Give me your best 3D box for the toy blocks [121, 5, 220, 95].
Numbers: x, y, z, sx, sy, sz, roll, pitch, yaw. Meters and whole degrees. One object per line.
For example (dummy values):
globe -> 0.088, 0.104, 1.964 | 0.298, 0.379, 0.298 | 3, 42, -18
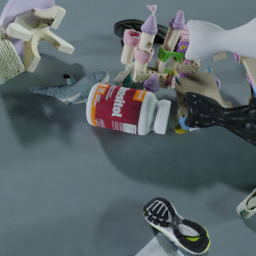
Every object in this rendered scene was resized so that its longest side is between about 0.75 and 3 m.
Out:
toy blocks -> 1.441, -2.369, 8.500 | 2.566, 2.311, 2.746 | -3, 46, -22

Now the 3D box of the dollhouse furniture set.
dollhouse furniture set -> 2.591, -0.991, 8.332 | 2.695, 1.758, 2.544 | -16, 52, 15

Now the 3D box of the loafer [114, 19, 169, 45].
loafer -> 0.539, -3.772, 11.163 | 2.332, 0.838, 0.734 | 6, 54, 3

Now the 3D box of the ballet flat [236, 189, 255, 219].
ballet flat -> 2.987, 1.632, 6.414 | 1.221, 0.438, 0.438 | -31, 55, -26

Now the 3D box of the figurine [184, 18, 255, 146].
figurine -> 1.627, -0.773, 4.287 | 0.858, 1.993, 1.945 | -13, 18, -36

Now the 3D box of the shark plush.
shark plush -> -1.770, -1.351, 8.760 | 2.371, 0.988, 1.077 | 4, 47, 4

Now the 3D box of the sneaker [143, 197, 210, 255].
sneaker -> 0.965, 2.106, 5.840 | 0.650, 0.712, 1.759 | -37, 38, -18

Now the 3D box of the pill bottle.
pill bottle -> 0.047, -0.488, 7.804 | 2.163, 1.222, 1.222 | 11, 48, 9

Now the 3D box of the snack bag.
snack bag -> 0.594, 3.305, 4.963 | 2.300, 0.246, 2.169 | -32, 54, -26

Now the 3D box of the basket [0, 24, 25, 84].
basket -> -4.314, -2.510, 9.298 | 1.033, 1.674, 1.134 | -30, 54, -17

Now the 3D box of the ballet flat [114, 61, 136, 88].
ballet flat -> 0.043, -1.930, 9.604 | 0.566, 0.566, 1.578 | 24, 50, 21

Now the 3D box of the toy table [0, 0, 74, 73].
toy table -> -3.241, -3.366, 9.783 | 2.510, 2.731, 1.599 | -10, 53, -45
